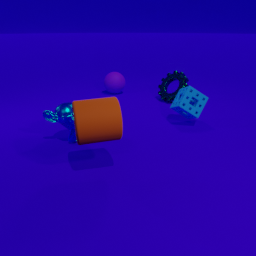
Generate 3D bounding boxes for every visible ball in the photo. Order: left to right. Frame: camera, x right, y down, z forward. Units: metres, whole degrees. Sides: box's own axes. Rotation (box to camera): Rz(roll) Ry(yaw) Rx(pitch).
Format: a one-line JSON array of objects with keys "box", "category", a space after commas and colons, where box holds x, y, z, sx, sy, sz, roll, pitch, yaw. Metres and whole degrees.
[{"box": [-0.608, -2.059, 12.764, 0.979, 0.979, 0.979, 0, 21, 0], "category": "ball"}]

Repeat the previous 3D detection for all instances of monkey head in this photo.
[{"box": [-1.586, -0.181, 7.697, 0.855, 1.021, 1.419, 22, 17, 39], "category": "monkey head"}]

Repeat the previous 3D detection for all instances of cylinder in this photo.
[{"box": [-0.652, -0.152, 5.863, 0.920, 0.920, 0.920, -7, 22, -12], "category": "cylinder"}]

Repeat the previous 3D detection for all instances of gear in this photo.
[{"box": [1.833, -1.678, 11.393, 1.319, 1.319, 0.244, 22, -4, 44], "category": "gear"}]

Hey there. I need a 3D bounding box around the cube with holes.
[{"box": [1.940, -0.796, 8.943, 0.733, 0.733, 0.733, 30, -7, -11], "category": "cube with holes"}]
